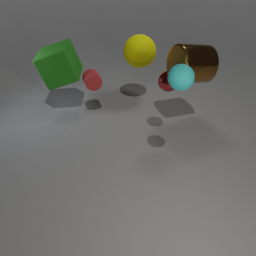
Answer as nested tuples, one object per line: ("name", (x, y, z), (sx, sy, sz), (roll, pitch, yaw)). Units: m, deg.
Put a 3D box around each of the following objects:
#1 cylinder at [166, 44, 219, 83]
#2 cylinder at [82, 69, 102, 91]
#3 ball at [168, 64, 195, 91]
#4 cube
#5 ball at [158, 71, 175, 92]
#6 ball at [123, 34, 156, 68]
("cylinder", (2.364, -2.376, 10.379), (1.400, 1.400, 1.400), (-5, 33, -23))
("cylinder", (-1.469, -1.983, 11.499), (0.700, 0.700, 0.700), (-11, 35, -16))
("ball", (1.401, -1.339, 7.409), (0.700, 0.700, 0.700), (0, 33, 0))
("cube", (-2.855, -2.649, 11.651), (1.400, 1.400, 1.400), (-16, 35, 11))
("ball", (1.369, -1.586, 9.526), (0.700, 0.700, 0.700), (0, 33, 0))
("ball", (0.504, -3.299, 12.065), (1.400, 1.400, 1.400), (0, 33, 0))
